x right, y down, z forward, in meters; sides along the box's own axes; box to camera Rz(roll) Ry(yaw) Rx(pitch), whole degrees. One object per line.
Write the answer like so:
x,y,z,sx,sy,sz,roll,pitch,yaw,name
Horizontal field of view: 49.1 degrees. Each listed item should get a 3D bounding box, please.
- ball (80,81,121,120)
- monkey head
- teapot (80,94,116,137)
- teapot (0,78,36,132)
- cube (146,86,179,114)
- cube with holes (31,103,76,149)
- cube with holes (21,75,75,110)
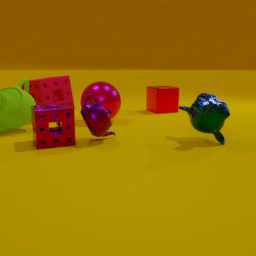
-0.849,-0.818,8.775,1.273,1.273,1.273,0,13,0,ball
1.738,-0.282,6.462,1.048,0.877,1.456,-11,47,-44,monkey head
-0.673,-0.214,6.571,0.674,1.376,0.855,-28,38,-6,teapot
-3.130,-0.539,7.419,1.169,1.881,0.921,16,-26,13,teapot
1.314,-1.104,10.735,0.945,0.945,0.945,-5,14,-20,cube
-1.721,-0.070,6.420,0.842,0.842,0.842,-5,14,-23,cube with holes
-2.620,-1.055,9.184,1.136,1.136,1.136,5,19,42,cube with holes
